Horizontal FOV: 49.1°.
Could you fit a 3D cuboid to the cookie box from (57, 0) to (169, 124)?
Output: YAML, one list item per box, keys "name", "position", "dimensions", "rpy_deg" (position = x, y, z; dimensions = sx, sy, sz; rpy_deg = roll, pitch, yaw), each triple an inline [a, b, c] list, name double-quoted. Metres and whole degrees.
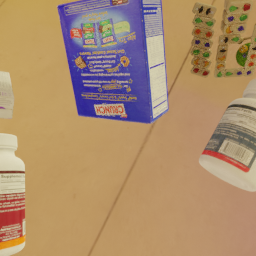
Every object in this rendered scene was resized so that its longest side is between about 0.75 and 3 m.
- name: "cookie box"
  position: [-0.289, -1.448, 5.983]
  dimensions: [2.102, 2.457, 0.923]
  rpy_deg: [8, 24, 34]

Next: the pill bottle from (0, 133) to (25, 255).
- name: "pill bottle"
  position: [-2.093, 1.000, 4.271]
  dimensions: [0.988, 0.988, 1.749]
  rpy_deg: [-4, 79, -2]

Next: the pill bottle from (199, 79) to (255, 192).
- name: "pill bottle"
  position: [2.773, 0.116, 6.428]
  dimensions: [1.392, 1.392, 2.327]
  rpy_deg: [30, 82, 11]

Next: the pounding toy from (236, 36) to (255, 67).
- name: "pounding toy"
  position: [3.439, -2.264, 7.979]
  dimensions: [0.766, 0.461, 0.993]
  rpy_deg: [-6, 75, 28]

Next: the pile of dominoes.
- name: "pile of dominoes"
  position: [2.464, -2.058, 6.944]
  dimensions: [1.765, 2.264, 0.360]
  rpy_deg: [-4, 47, 6]

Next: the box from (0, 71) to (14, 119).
- name: "box"
  position: [-3.076, -0.875, 6.715]
  dimensions: [0.518, 2.501, 0.484]
  rpy_deg: [5, 110, -28]
